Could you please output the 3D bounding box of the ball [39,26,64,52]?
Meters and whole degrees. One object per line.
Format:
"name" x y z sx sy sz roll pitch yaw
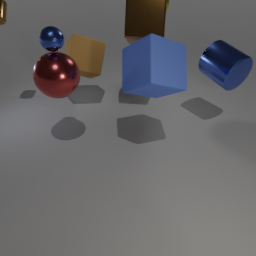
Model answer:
"ball" -2.173 -2.535 7.983 0.700 0.700 0.700 0 33 0

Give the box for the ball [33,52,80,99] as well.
"ball" -2.162 -1.600 8.520 1.400 1.400 1.400 0 33 0

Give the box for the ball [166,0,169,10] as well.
"ball" 1.293 -4.960 11.127 0.700 0.700 0.700 0 33 0

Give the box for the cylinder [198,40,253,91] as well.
"cylinder" 3.615 -2.340 10.450 1.400 1.400 1.400 -20 50 -28

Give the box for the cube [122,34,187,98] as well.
"cube" 0.773 -1.766 8.383 1.400 1.400 1.400 4 -7 -36

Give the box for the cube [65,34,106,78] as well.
"cube" -1.903 -2.995 11.906 1.400 1.400 1.400 10 1 -23

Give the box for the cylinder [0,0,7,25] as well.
"cylinder" -4.658 -4.123 9.876 0.700 0.700 0.700 1 -6 0

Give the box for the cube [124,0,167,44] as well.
"cube" 0.668 -3.890 10.305 1.400 1.400 1.400 4 7 6
